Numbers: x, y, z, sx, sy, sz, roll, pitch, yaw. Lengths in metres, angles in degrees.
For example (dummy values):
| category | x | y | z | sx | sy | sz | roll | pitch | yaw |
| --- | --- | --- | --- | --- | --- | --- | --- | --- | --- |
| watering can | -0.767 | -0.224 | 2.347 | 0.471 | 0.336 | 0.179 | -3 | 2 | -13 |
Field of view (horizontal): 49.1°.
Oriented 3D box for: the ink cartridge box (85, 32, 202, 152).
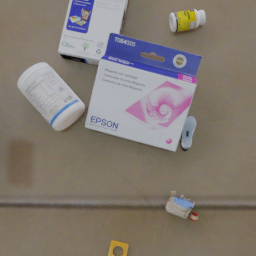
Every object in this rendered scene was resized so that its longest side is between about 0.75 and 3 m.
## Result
| category | x | y | z | sx | sy | sz | roll | pitch | yaw |
| --- | --- | --- | --- | --- | --- | --- | --- | --- | --- |
| ink cartridge box | 0.361 | -0.876 | 6.949 | 2.410 | 0.532 | 2.455 | 15 | 104 | 2 |

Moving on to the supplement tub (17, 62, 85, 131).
| category | x | y | z | sx | sy | sz | roll | pitch | yaw |
| --- | --- | --- | --- | --- | --- | --- | --- | --- | --- |
| supplement tub | -1.902 | -0.772 | 7.039 | 0.998 | 0.998 | 1.512 | -42 | 85 | -4 |

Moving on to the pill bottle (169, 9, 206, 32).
| category | x | y | z | sx | sy | sz | roll | pitch | yaw |
| --- | --- | --- | --- | --- | --- | --- | --- | --- | --- |
| pill bottle | 1.588 | -2.889 | 7.496 | 0.883 | 0.496 | 0.496 | -11 | 85 | -2 |

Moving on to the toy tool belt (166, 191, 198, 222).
| category | x | y | z | sx | sy | sz | roll | pitch | yaw |
| --- | --- | --- | --- | --- | --- | --- | --- | --- | --- |
| toy tool belt | 1.406 | 1.946 | 7.013 | 0.870 | 0.543 | 0.535 | 21 | 93 | 1 |

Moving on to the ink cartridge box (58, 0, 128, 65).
| category | x | y | z | sx | sy | sz | roll | pitch | yaw |
| --- | --- | --- | --- | --- | --- | --- | --- | --- | --- |
| ink cartridge box | -0.798 | -3.208 | 7.493 | 1.487 | 0.586 | 2.990 | 12 | 86 | 1 |

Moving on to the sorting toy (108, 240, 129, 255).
| category | x | y | z | sx | sy | sz | roll | pitch | yaw |
| --- | --- | --- | --- | --- | --- | --- | --- | --- | --- |
| sorting toy | -0.429 | 4.130 | 6.884 | 1.445 | 0.350 | 2.567 | 0 | 84 | 0 |

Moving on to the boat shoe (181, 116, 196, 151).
| category | x | y | z | sx | sy | sz | roll | pitch | yaw |
| --- | --- | --- | --- | --- | --- | --- | --- | --- | --- |
| boat shoe | 1.565 | 0.152 | 7.279 | 0.356 | 0.329 | 0.964 | 6 | 60 | 7 |
